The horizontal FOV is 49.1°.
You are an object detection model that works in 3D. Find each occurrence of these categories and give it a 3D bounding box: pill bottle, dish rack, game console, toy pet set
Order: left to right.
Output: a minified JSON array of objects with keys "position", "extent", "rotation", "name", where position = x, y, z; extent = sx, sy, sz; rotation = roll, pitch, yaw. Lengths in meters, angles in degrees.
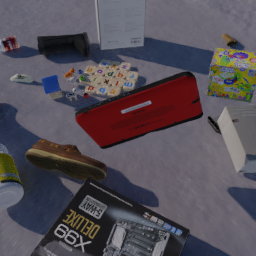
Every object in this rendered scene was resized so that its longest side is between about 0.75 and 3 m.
[{"position":[-3.548,1.261,7.661],"extent":[0.968,0.968,1.694],"rotation":[-22,52,-18],"name":"pill bottle"},{"position":[-5.304,-3.683,12.307],"extent":[0.923,0.521,0.521],"rotation":[-23,52,-17],"name":"pill bottle"},{"position":[-2.340,-1.758,10.282],"extent":[1.488,0.846,1.594],"rotation":[-16,51,-6],"name":"toy pet set"},{"position":[0.273,-0.610,6.324],"extent":[2.443,2.106,1.450],"rotation":[-19,56,11],"name":"game console"},{"position":[3.177,-0.194,9.421],"extent":[0.884,0.241,0.678],"rotation":[-17,52,-15],"name":"dish rack"}]

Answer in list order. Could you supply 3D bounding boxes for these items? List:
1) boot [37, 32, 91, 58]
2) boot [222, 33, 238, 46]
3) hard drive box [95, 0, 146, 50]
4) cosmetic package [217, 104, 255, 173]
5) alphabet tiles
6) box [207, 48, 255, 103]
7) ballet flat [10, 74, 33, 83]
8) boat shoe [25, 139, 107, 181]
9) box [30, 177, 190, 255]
[{"position":[-2.743,-3.466,11.959],"extent":[2.164,0.710,1.783],"rotation":[-7,39,-11],"name":"boot"},{"position":[4.546,-4.041,12.818],"extent":[0.659,0.249,0.752],"rotation":[-11,49,-27],"name":"boot"},{"position":[-0.328,-4.771,11.885],"extent":[2.013,2.583,0.992],"rotation":[-7,49,-8],"name":"hard drive box"},{"position":[3.566,0.312,8.434],"extent":[1.050,0.887,1.966],"rotation":[-4,53,-10],"name":"cosmetic package"},{"position":[-0.740,-1.985,11.048],"extent":[2.170,0.158,2.122],"rotation":[10,49,9],"name":"alphabet tiles"},{"position":[2.745,-1.369,7.303],"extent":[1.157,1.114,0.706],"rotation":[13,56,18],"name":"box"},{"position":[-4.174,-1.985,10.957],"extent":[0.926,0.332,0.332],"rotation":[6,49,6],"name":"ballet flat"},{"position":[-1.711,0.837,8.079],"extent":[2.455,0.884,0.829],"rotation":[13,52,14],"name":"boat shoe"},{"position":[-0.358,2.760,6.477],"extent":[2.884,0.718,2.274],"rotation":[24,53,19],"name":"box"}]
